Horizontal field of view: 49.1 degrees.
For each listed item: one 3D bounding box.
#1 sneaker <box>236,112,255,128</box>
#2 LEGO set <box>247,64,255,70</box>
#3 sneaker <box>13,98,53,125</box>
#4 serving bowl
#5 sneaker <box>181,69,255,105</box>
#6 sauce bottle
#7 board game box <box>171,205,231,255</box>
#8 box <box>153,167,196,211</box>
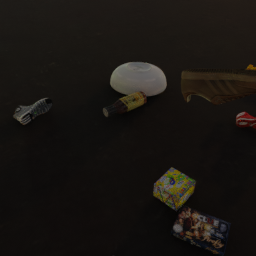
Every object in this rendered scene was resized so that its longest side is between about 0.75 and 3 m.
[{"bbox_3d":[4.682,-0.354,10.464,1.236,0.484,0.714,9,40,9],"label":"sneaker"},{"bbox_3d":[5.710,-2.410,12.903,0.767,0.713,1.869,-18,40,-22],"label":"LEGO set"},{"bbox_3d":[-3.800,-0.807,10.958,0.923,0.600,1.598,21,44,27],"label":"sneaker"},{"bbox_3d":[0.485,-2.367,12.594,2.574,0.847,2.574,2,35,-1],"label":"serving bowl"},{"bbox_3d":[3.166,-1.272,8.950,2.959,1.118,1.042,10,25,29],"label":"sneaker"},{"bbox_3d":[-0.115,-0.924,11.098,1.846,0.609,0.609,-26,45,-29],"label":"sauce bottle"},{"bbox_3d":[1.812,2.524,6.974,1.281,0.222,0.868,17,41,20],"label":"board game box"},{"bbox_3d":[1.290,1.680,7.811,0.823,0.521,0.854,29,47,32],"label":"box"}]
